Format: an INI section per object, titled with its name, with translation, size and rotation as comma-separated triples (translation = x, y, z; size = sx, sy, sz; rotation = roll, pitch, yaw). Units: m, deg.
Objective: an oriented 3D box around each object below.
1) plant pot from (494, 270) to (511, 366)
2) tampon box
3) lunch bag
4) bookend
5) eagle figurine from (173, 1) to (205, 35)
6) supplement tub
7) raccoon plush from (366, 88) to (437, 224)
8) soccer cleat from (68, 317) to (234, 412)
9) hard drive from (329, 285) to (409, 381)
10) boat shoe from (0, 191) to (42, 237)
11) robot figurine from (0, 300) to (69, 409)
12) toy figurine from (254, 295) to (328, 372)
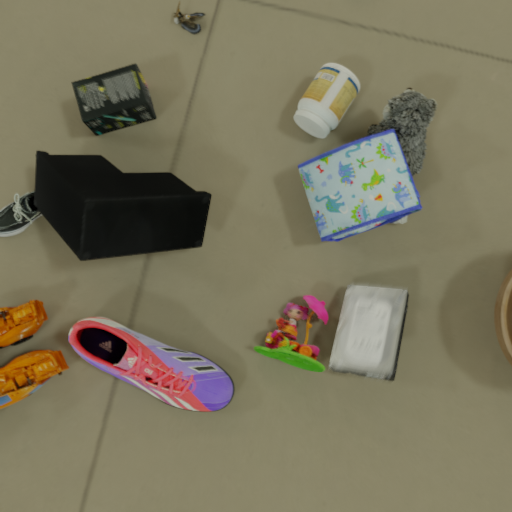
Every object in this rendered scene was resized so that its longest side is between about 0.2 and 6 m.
[plant pot]
translation = 5.529, 1.167, 10.188
size = 2.671, 1.233, 2.671
rotation = 0, 83, 1
[tampon box]
translation = -2.714, -2.994, 10.825
size = 1.285, 0.963, 0.811
rotation = -17, 85, -2
[lunch bag]
translation = 1.934, -1.262, 10.323
size = 1.851, 1.179, 1.574
rotation = -22, 83, 27
[bookend]
translation = -2.509, -1.031, 10.289
size = 2.381, 2.366, 1.097
rotation = 37, 124, 41
[eagle figurine]
translation = -1.376, -4.823, 11.408
size = 0.580, 0.438, 0.440
rotation = 16, 127, -27
[supplement tub]
translation = 1.358, -3.001, 10.876
size = 0.883, 0.883, 1.220
rotation = 32, 84, 4
[raccoon plush]
translation = 2.873, -1.898, 10.383
size = 1.142, 1.582, 2.361
rotation = -12, 83, -2
[soccer cleat]
translation = -1.908, 2.007, 10.117
size = 3.167, 1.159, 1.080
rotation = 25, 84, 3
[hard drive]
translation = 2.058, 1.350, 10.153
size = 1.162, 0.315, 1.663
rotation = 5, 62, 28
[boat shoe]
translation = -4.410, -0.903, 10.769
size = 1.647, 0.562, 0.608
rotation = -23, 82, -2
[robot figurine]
translation = -5.117, 2.013, 10.184
size = 2.941, 0.856, 2.132
rotation = -24, 83, -9
[toy figurine]
translation = 0.787, 1.343, 10.481
size = 1.392, 1.045, 1.281
rotation = 10, 68, 26
